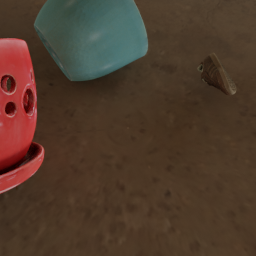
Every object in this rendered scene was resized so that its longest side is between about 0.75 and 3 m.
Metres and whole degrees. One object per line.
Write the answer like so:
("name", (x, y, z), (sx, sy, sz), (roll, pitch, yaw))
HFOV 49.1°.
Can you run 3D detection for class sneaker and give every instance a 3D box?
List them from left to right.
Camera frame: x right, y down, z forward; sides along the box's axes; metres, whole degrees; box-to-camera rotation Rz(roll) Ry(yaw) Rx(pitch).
("sneaker", (2.277, -1.289, 7.299), (0.637, 0.594, 1.687), (-36, 33, 27))

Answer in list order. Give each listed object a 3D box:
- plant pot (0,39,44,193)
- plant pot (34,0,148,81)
("plant pot", (-3.070, -0.162, 5.133), (2.828, 2.575, 2.828), (-5, 15, 1))
("plant pot", (-1.090, -2.464, 7.315), (2.102, 2.620, 2.620), (-36, 62, -9))
